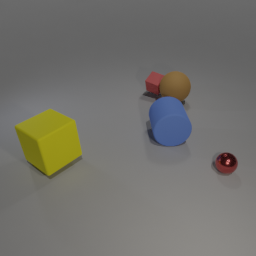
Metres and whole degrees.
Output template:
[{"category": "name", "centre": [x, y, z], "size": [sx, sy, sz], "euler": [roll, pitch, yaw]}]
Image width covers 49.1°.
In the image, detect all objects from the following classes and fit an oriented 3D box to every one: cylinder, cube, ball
[{"category": "cylinder", "centre": [1.556, -0.261, 10.576], "size": [1.400, 1.400, 1.400], "euler": [-2, 34, -3]}, {"category": "cube", "centre": [1.312, -2.142, 13.371], "size": [0.700, 0.700, 0.700], "euler": [25, 64, 24]}, {"category": "cube", "centre": [-2.566, 0.416, 9.165], "size": [1.400, 1.400, 1.400], "euler": [23, 42, 37]}, {"category": "ball", "centre": [3.196, 1.138, 9.092], "size": [0.700, 0.700, 0.700], "euler": [0, 33, 0]}, {"category": "ball", "centre": [2.120, -1.847, 12.628], "size": [1.400, 1.400, 1.400], "euler": [0, 33, 0]}]
